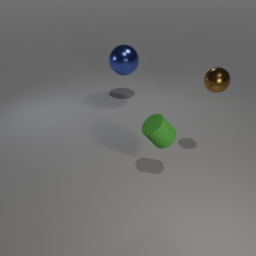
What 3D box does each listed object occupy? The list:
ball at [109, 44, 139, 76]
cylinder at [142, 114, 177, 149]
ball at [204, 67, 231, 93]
[{"bbox_3d":[-0.185,-3.132,12.948,1.400,1.400,1.400,0,29,0],"label":"ball"},{"bbox_3d":[0.841,0.089,7.538,0.700,0.700,0.700,-28,39,25],"label":"cylinder"},{"bbox_3d":[2.432,-1.307,7.649,0.700,0.700,0.700,0,29,0],"label":"ball"}]
